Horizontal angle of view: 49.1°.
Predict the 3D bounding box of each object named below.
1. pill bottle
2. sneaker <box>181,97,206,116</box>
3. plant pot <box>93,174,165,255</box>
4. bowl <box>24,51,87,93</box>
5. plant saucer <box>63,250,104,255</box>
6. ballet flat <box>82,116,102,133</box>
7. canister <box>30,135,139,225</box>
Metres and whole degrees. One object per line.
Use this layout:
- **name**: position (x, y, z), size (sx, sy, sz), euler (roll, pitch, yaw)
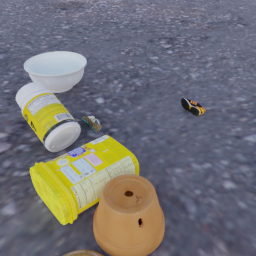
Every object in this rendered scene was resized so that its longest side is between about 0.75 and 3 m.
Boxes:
- **pill bottle**: position (-2.300, -0.351, 7.947), size (1.093, 1.093, 1.913), euler (-27, 64, -33)
- **sneaker**: position (2.253, -0.756, 9.688), size (0.440, 0.342, 0.978), euler (-12, 40, -30)
- **plant pot**: position (0.017, 1.650, 5.645), size (1.503, 1.052, 1.503), euler (0, 34, 0)
- **bowl**: position (-2.741, -2.080, 10.889), size (2.332, 1.048, 2.332), euler (0, 35, 0)
- **plant saucer**: position (-0.853, 2.703, 4.851), size (1.410, 0.250, 1.410), euler (0, 36, 0)
- **ballet flat**: position (-1.113, -0.186, 8.811), size (0.324, 0.304, 0.896), euler (-46, 50, -6)
- **canister**: position (-0.963, 1.082, 6.583), size (2.092, 0.905, 1.554), euler (-25, 42, -33)
